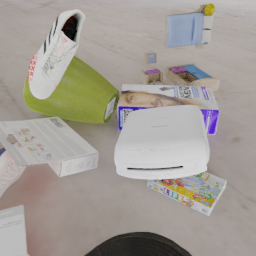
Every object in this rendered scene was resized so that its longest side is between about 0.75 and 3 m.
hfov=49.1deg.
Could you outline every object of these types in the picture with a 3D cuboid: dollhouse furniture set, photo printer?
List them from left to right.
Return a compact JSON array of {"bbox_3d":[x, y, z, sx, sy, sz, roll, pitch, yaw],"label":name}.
[{"bbox_3d":[0.776,0.286,6.406,2.007,0.838,2.413,-4,25,13],"label":"photo printer"},{"bbox_3d":[1.981,-2.812,9.900,2.624,2.780,1.814,-11,33,-16],"label":"dollhouse furniture set"}]

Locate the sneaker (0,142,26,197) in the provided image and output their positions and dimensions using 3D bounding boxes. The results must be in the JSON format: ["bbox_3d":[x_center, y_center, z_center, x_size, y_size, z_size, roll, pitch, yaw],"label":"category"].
[{"bbox_3d":[-3.184,0.862,5.913,1.467,0.807,2.004,11,39,9],"label":"sneaker"}]

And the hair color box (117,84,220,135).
[{"bbox_3d":[1.118,-0.593,8.186,2.728,0.884,1.491,1,33,5],"label":"hair color box"}]

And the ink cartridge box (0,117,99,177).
[{"bbox_3d":[-2.022,0.399,6.580,1.868,0.474,2.120,-7,30,-39],"label":"ink cartridge box"}]

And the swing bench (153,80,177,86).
[{"bbox_3d":[1.190,-1.206,9.496,0.807,0.526,0.811,8,38,11],"label":"swing bench"}]

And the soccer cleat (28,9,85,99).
[{"bbox_3d":[-1.118,-1.190,4.435,0.531,1.547,0.659,28,-12,-33],"label":"soccer cleat"}]

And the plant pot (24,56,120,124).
[{"bbox_3d":[-1.434,-1.017,8.112,2.193,2.052,2.052,24,37,10],"label":"plant pot"}]

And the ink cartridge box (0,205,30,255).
[{"bbox_3d":[-2.554,2.289,3.921,2.365,0.529,2.083,-11,35,-17],"label":"ink cartridge box"}]

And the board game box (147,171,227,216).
[{"bbox_3d":[1.246,1.183,5.946,1.392,0.238,0.936,20,37,29],"label":"board game box"}]

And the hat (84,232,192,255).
[{"bbox_3d":[-0.010,2.458,3.333,2.305,0.930,2.305,-9,30,5],"label":"hat"}]
